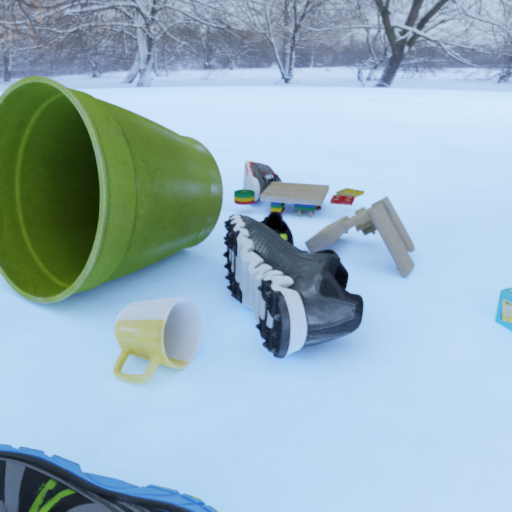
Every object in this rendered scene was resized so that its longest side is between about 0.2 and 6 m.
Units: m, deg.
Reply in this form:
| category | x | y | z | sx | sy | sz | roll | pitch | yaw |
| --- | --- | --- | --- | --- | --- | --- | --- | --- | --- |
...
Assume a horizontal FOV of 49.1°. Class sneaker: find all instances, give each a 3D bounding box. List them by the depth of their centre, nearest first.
| category | x | y | z | sx | sy | sz | roll | pitch | yaw |
| --- | --- | --- | --- | --- | --- | --- | --- | --- | --- |
| sneaker | -1.566 | 2.162 | 4.006 | 2.897 | 1.027 | 1.201 | 7 | 16 | 10 |
| sneaker | 0.504 | 0.309 | 8.657 | 1.635 | 1.201 | 3.613 | -4 | 25 | -17 |
| sneaker | 0.403 | -0.466 | 10.844 | 0.754 | 0.870 | 2.102 | 2 | 20 | -11 |
| sneaker | 0.192 | -2.047 | 14.907 | 1.052 | 0.990 | 2.569 | 6 | 22 | -3 |

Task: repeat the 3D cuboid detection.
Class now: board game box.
| category | x | y | z | sx | sy | sz | roll | pitch | yaw |
| --- | --- | --- | --- | --- | --- | --- | --- | --- | --- |
| board game box | 5.027 | 0.896 | 7.863 | 2.454 | 0.576 | 1.852 | -7 | 23 | -18 |

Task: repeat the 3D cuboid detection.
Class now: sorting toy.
| category | x | y | z | sx | sy | sz | roll | pitch | yaw |
| --- | --- | --- | --- | --- | --- | --- | --- | --- | --- |
| sorting toy | 1.060 | -1.358 | 13.668 | 3.042 | 0.515 | 1.467 | 5 | 22 | 13 |

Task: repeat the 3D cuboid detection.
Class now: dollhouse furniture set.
| category | x | y | z | sx | sy | sz | roll | pitch | yaw |
| --- | --- | --- | --- | --- | --- | --- | --- | --- | --- |
| dollhouse furniture set | 2.084 | -0.144 | 10.891 | 1.655 | 1.349 | 1.574 | -28 | 3 | 34 |

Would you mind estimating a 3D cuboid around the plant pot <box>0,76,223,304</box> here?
| category | x | y | z | sx | sy | sz | roll | pitch | yaw |
| --- | --- | --- | --- | --- | --- | --- | --- | --- | --- |
| plant pot | -2.424 | -1.103 | 9.873 | 3.451 | 3.451 | 3.322 | 16 | 14 | 36 |

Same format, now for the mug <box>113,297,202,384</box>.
| category | x | y | z | sx | sy | sz | roll | pitch | yaw |
| --- | --- | --- | --- | --- | --- | --- | --- | --- | --- |
| mug | -1.388 | 1.000 | 7.255 | 0.938 | 0.915 | 1.143 | 2 | 14 | 26 |
